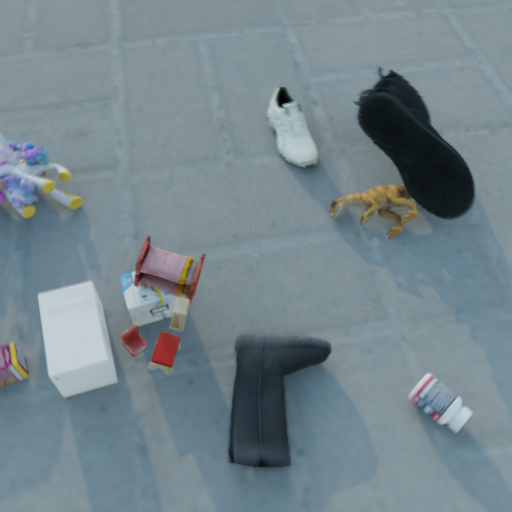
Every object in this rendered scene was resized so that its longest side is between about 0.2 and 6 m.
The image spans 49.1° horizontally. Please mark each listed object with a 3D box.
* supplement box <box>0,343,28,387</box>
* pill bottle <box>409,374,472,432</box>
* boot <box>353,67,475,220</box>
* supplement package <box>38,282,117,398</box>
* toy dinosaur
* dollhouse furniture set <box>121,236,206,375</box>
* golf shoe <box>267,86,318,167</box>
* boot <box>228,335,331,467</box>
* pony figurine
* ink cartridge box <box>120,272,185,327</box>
[{"bbox_3d":[-4.512,1.951,9.710,0.888,0.581,0.458,-18,56,-12],"label":"supplement box"},{"bbox_3d":[3.089,2.472,9.367,0.553,0.553,0.925,-39,63,-23],"label":"pill bottle"},{"bbox_3d":[3.433,-2.533,12.079,3.288,1.217,2.694,45,29,-7],"label":"boot"},{"bbox_3d":[-3.118,1.455,9.795,0.981,0.969,1.617,-14,57,-12],"label":"supplement package"},{"bbox_3d":[2.894,-1.212,11.713,2.674,0.808,1.420,-14,58,-12],"label":"toy dinosaur"},{"bbox_3d":[-1.649,0.811,9.474,1.105,0.835,2.054,16,53,-5],"label":"dollhouse furniture set"},{"bbox_3d":[0.796,-2.966,12.782,0.818,1.016,2.090,-19,60,-13],"label":"golf shoe"},{"bbox_3d":[0.436,2.414,9.322,1.732,0.690,2.101,1,56,0],"label":"boot"},{"bbox_3d":[-5.121,-1.663,11.669,2.314,1.927,2.234,33,30,24],"label":"pony figurine"},{"bbox_3d":[-1.899,0.718,10.428,1.032,0.754,0.757,-16,58,-12],"label":"ink cartridge box"}]
